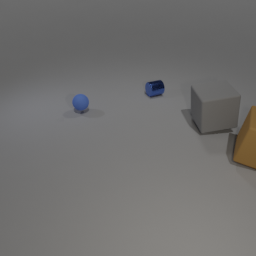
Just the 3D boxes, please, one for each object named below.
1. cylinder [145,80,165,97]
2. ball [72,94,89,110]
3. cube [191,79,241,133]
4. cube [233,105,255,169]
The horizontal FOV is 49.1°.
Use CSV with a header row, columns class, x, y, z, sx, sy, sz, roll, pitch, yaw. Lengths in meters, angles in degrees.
class,x,y,z,sx,sy,sz,roll,pitch,yaw
cylinder,1.282,-1.902,13.395,0.700,0.700,0.700,-14,35,-21
ball,-2.004,-1.092,11.860,0.700,0.700,0.700,0,32,0
cube,3.262,-0.841,10.645,1.400,1.400,1.400,-9,34,-1
cube,4.322,0.379,8.858,1.400,1.400,1.400,20,40,13
